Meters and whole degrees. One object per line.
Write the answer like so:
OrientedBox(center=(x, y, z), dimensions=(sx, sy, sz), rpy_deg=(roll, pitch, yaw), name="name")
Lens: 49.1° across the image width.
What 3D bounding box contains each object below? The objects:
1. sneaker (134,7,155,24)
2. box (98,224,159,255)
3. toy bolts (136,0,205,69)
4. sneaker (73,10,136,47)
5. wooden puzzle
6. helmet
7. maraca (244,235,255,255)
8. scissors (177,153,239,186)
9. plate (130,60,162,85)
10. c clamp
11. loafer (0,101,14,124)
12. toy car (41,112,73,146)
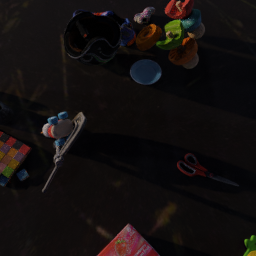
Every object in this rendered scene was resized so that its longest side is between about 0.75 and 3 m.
OrientedBox(center=(0.839, -5.124, 12.897), dimensions=(1.115, 0.454, 0.492), rpy_deg=(-36, 72, -10), name="sneaker")
OrientedBox(center=(-0.471, 4.180, 7.688), dimensions=(2.766, 1.321, 1.379), rpy_deg=(-41, 70, -18), name="box")
OrientedBox(center=(2.058, -3.878, 11.929), dimensions=(2.668, 1.937, 2.793), rpy_deg=(10, 67, 51), name="toy bolts")
OrientedBox(center=(-1.030, -4.652, 12.217), dimensions=(2.997, 1.175, 1.129), rpy_deg=(20, 64, 9), name="sneaker")
OrientedBox(center=(-4.543, 1.003, 9.927), dimensions=(2.651, 0.186, 1.572), rpy_deg=(26, 66, 12), name="wooden puzzle")
OrientedBox(center=(-1.317, -3.484, 11.161), dimensions=(2.080, 2.080, 1.983), rpy_deg=(49, 31, 21), name="helmet")
OrientedBox(center=(3.764, 4.006, 8.052), dimensions=(1.169, 0.912, 1.705), rpy_deg=(26, 54, -10), name="maraca")
OrientedBox(center=(2.712, 1.646, 9.661), dimensions=(2.112, 0.147, 0.772), rpy_deg=(34, 66, 14), name="scissors")
OrientedBox(center=(0.739, -2.292, 11.602), dimensions=(1.287, 0.164, 1.287), rpy_deg=(0, 64, 0), name="plate")
OrientedBox(center=(-2.099, 0.503, 9.159), dimensions=(0.371, 2.741, 2.341), rpy_deg=(32, 97, -17), name="c clamp")
OrientedBox(center=(-5.593, -0.939, 10.476), dimensions=(2.699, 0.947, 0.916), rpy_deg=(19, 65, 9), name="loafer")
OrientedBox(center=(-2.583, 0.032, 9.866), dimensions=(1.060, 0.977, 0.938), rpy_deg=(-2, 22, 36), name="toy car")
